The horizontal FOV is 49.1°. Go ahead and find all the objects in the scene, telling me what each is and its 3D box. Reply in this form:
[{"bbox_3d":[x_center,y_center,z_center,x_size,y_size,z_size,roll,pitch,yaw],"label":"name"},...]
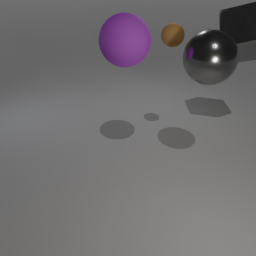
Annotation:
[{"bbox_3d":[1.357,-2.809,8.467,0.700,0.700,0.700,0,30,0],"label":"ball"},{"bbox_3d":[3.977,-3.198,9.565,1.400,1.400,1.400,-3,-13,29],"label":"cube"},{"bbox_3d":[-0.083,-2.336,7.487,1.400,1.400,1.400,0,30,0],"label":"ball"},{"bbox_3d":[2.128,-1.817,7.268,1.400,1.400,1.400,0,30,0],"label":"ball"}]
